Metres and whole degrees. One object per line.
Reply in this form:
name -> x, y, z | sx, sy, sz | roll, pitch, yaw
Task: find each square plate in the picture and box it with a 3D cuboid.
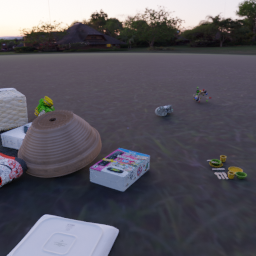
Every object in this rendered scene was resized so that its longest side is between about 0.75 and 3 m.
square plate -> -1.102, 1.933, 4.513 | 1.560, 0.222, 1.546 | 5, 20, 15

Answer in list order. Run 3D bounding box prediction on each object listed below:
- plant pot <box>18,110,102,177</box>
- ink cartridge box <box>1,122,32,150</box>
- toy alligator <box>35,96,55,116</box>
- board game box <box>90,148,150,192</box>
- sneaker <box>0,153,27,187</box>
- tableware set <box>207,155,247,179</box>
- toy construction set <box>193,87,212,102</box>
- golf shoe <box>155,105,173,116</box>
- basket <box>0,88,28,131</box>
plant pot -> -1.911, 0.219, 7.545 | 2.263, 1.044, 2.263 | -7, 30, 4
ink cartridge box -> -2.685, 0.209, 9.193 | 1.805, 0.453, 2.080 | 8, 20, 25
toy alligator -> -3.318, -0.686, 11.503 | 0.705, 0.770, 2.598 | 37, 4, -25
board game box -> -0.172, 0.993, 6.952 | 0.966, 0.421, 1.310 | 11, 21, 28
sneaker -> -3.344, 0.979, 6.765 | 1.607, 0.537, 0.861 | 6, 21, 22
tableware set -> 2.570, 1.003, 7.289 | 0.762, 0.174, 1.131 | 0, 19, 0
toy construction set -> 3.787, -1.649, 14.489 | 0.879, 0.733, 0.676 | 19, 5, -8
golf shoe -> 1.455, -0.724, 12.140 | 0.547, 0.441, 1.126 | -6, 4, 44
basket -> -4.820, -0.643, 10.331 | 1.210, 1.330, 1.962 | 20, 27, 40
